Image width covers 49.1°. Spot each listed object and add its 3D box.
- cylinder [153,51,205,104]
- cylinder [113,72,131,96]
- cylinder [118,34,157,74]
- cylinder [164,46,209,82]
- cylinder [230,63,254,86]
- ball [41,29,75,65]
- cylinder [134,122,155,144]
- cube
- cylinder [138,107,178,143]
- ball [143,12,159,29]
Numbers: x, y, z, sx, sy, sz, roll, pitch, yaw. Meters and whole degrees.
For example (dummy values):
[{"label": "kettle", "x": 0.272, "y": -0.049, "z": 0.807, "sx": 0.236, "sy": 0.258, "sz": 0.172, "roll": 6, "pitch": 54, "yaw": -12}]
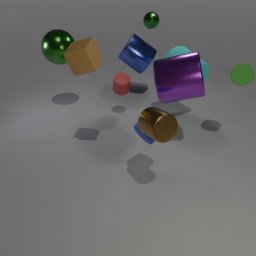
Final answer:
[{"label": "cylinder", "x": 1.614, "y": -1.566, "z": 8.795, "sx": 1.400, "sy": 1.400, "sz": 1.400, "roll": -9, "pitch": 27, "yaw": 15}, {"label": "cylinder", "x": -0.264, "y": -1.826, "z": 11.622, "sx": 0.700, "sy": 0.700, "sz": 0.700, "roll": 3, "pitch": 57, "yaw": -5}, {"label": "cylinder", "x": 0.452, "y": -3.584, "z": 13.590, "sx": 1.400, "sy": 1.400, "sz": 1.400, "roll": 33, "pitch": 27, "yaw": -12}, {"label": "cylinder", "x": 2.272, "y": -2.334, "z": 11.259, "sx": 1.400, "sy": 1.400, "sz": 1.400, "roll": -17, "pitch": 51, "yaw": -28}, {"label": "cylinder", "x": 3.763, "y": -1.753, "z": 9.204, "sx": 0.700, "sy": 0.700, "sz": 0.700, "roll": 13, "pitch": 14, "yaw": 22}, {"label": "ball", "x": -2.820, "y": -3.301, "z": 11.440, "sx": 1.400, "sy": 1.400, "sz": 1.400, "roll": 0, "pitch": 29, "yaw": 0}, {"label": "cylinder", "x": 0.632, "y": -0.034, "z": 7.608, "sx": 0.700, "sy": 0.700, "sz": 0.700, "roll": -43, "pitch": 43, "yaw": -11}, {"label": "cube", "x": -1.217, "y": -1.967, "z": 7.709, "sx": 0.700, "sy": 0.700, "sz": 0.700, "roll": -8, "pitch": 40, "yaw": 21}, {"label": "cylinder", "x": 0.696, "y": -0.087, "z": 6.607, "sx": 0.700, "sy": 0.700, "sz": 0.700, "roll": -14, "pitch": 25, "yaw": -24}, {"label": "ball", "x": 1.009, "y": -4.651, "z": 12.104, "sx": 0.700, "sy": 0.700, "sz": 0.700, "roll": 0, "pitch": 29, "yaw": 0}]
